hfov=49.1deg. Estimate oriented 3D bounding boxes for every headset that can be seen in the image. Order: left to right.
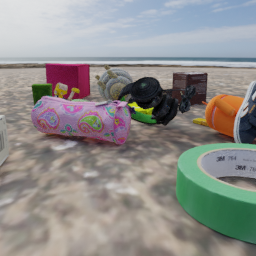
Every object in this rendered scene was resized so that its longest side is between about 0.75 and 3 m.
[{"bbox_3d":[0.854,-0.702,8.891,1.824,1.388,2.954,38,-34,-28],"label":"headset"}]

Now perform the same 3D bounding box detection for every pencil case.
[{"bbox_3d":[-1.359,-0.308,8.361,2.991,1.308,1.308,6,16,23],"label":"pencil case"}]

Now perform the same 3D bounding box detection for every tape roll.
[{"bbox_3d":[2.198,0.962,4.906,2.661,0.640,2.661,-1,15,0],"label":"tape roll"}]

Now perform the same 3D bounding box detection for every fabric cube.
[{"bbox_3d":[-3.375,-2.733,16.075,1.930,1.900,1.937,3,15,11],"label":"fabric cube"}]

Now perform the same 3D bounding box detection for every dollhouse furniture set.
[{"bbox_3d":[-2.805,-1.406,12.448,2.452,1.231,1.606,-1,15,-5],"label":"dollhouse furniture set"}]

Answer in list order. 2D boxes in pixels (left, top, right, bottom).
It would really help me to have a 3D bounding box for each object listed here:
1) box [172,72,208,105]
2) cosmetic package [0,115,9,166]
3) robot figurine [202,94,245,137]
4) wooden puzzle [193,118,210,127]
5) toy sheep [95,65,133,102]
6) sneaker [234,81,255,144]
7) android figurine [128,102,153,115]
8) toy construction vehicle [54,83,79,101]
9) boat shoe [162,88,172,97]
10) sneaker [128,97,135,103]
[{"bbox_3d":[3.089,-2.026,14.129,1.284,1.548,1.271,-7,16,-25],"label":"box"},{"bbox_3d":[-4.318,0.386,6.001,2.990,1.093,1.548,-3,11,-9],"label":"cosmetic package"},{"bbox_3d":[3.234,-0.357,8.489,1.507,1.222,2.096,-15,25,-34],"label":"robot figurine"},{"bbox_3d":[3.912,-0.326,10.258,2.690,0.315,1.815,-7,17,-27],"label":"wooden puzzle"},{"bbox_3d":[-0.638,-2.137,13.975,1.958,1.958,2.839,-2,26,-7],"label":"toy sheep"},{"bbox_3d":[3.355,-0.389,7.241,0.735,1.873,0.744,23,-8,-29],"label":"sneaker"},{"bbox_3d":[0.291,-0.778,11.745,1.881,0.424,2.067,-4,14,-16],"label":"android figurine"},{"bbox_3d":[-2.374,-0.771,9.994,0.543,1.542,1.343,13,2,38],"label":"toy construction vehicle"},{"bbox_3d":[1.610,-1.947,15.366,2.034,0.746,0.758,6,16,20],"label":"boat shoe"},{"bbox_3d":[0.261,-1.732,14.526,0.660,0.772,1.881,-6,16,-20],"label":"sneaker"}]
